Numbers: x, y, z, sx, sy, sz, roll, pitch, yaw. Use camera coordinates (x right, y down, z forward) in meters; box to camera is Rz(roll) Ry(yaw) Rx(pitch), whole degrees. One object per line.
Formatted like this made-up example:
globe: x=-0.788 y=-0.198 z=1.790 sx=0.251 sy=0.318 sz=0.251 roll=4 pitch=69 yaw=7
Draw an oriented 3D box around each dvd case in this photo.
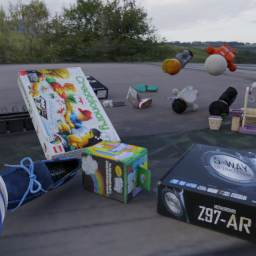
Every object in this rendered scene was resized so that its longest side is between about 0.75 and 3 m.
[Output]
dvd case: x=0.233 y=-1.289 z=11.673 sx=0.065 sy=0.602 sz=0.810 roll=-10 pitch=42 yaw=-35

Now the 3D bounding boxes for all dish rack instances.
dish rack: x=-4.293 y=-0.377 z=9.824 sx=2.033 sy=0.723 sz=2.650 roll=-7 pitch=17 yaw=-25

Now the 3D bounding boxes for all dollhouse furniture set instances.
dollhouse furniture set: x=3.974 y=-0.915 z=9.998 sx=1.812 sy=1.623 sz=2.287 roll=6 pitch=18 yaw=21

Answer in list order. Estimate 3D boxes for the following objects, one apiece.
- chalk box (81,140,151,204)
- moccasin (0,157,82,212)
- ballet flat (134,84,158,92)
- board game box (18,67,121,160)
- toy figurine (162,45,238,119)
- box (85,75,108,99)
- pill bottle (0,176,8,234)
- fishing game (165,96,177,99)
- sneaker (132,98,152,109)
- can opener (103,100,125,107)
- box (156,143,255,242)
chalk box: x=-0.124 y=0.836 z=5.467 sx=1.357 sy=0.847 sz=0.841 roll=11 pitch=20 yaw=30
moccasin: x=-1.619 y=0.819 z=4.974 sx=0.662 sy=0.781 sz=1.941 roll=-33 pitch=-5 yaw=33
ballet flat: x=1.134 y=-2.413 z=17.377 sx=1.480 sy=0.499 sz=0.471 roll=1 pitch=-11 yaw=0
board game box: x=-1.675 y=-0.482 z=7.657 sx=1.863 sy=0.511 sz=2.951 roll=-12 pitch=57 yaw=-32
toy figurine: x=2.923 y=-1.823 z=11.288 sx=2.750 sy=2.793 sz=1.943 roll=7 pitch=34 yaw=33
box: x=-2.752 y=-2.145 z=15.141 sx=2.720 sy=0.592 sz=2.179 roll=-10 pitch=34 yaw=-32
pill bottle: x=-2.089 y=1.327 z=2.541 sx=1.525 sy=1.525 sz=2.748 roll=-4 pitch=17 yaw=-14
fishing game: x=2.439 y=-1.653 z=15.199 sx=0.791 sy=0.123 sz=0.567 roll=-10 pitch=17 yaw=-31
sneaker: x=0.648 y=-1.196 z=13.140 sx=0.630 sy=0.399 sz=1.120 roll=14 pitch=23 yaw=31
can opener: x=-0.661 y=-1.180 z=13.287 sx=1.075 sy=0.283 sz=0.357 roll=-2 pitch=16 yaw=-7
box: x=2.214 y=1.093 z=4.979 sx=2.804 sy=0.610 sz=2.247 roll=9 pitch=19 yaw=28
